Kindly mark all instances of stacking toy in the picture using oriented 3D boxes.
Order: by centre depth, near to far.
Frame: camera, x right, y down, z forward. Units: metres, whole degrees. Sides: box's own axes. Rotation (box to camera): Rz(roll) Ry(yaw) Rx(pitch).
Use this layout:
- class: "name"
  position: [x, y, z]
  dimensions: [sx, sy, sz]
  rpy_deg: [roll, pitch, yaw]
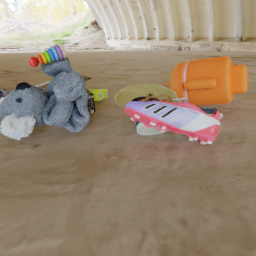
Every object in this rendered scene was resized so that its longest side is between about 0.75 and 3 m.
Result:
- class: "stacking toy"
  position: [-2.117, -1.856, 7.310]
  dimensions: [0.978, 0.417, 0.417]
  rpy_deg: [-28, 27, -16]

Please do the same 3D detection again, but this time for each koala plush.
- class: "koala plush"
  position: [-2.363, -0.588, 7.629]
  dimensions: [2.269, 2.085, 2.012]
  rpy_deg: [-20, 42, -18]

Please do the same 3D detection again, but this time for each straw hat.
- class: "straw hat"
  position: [0.570, -0.637, 8.862]
  dimensions: [1.958, 0.829, 1.958]
  rpy_deg: [-4, 34, 3]

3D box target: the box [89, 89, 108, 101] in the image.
- class: "box"
  position: [-1.805, -1.342, 11.569]
  dimensions: [1.712, 0.408, 1.044]
  rpy_deg: [-1, 14, 17]

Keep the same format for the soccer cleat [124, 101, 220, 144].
- class: "soccer cleat"
  position: [1.128, -0.316, 6.926]
  dimensions: [2.451, 0.937, 0.817]
  rpy_deg: [18, -9, -7]

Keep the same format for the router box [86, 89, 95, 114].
- class: "router box"
  position: [-1.480, -0.982, 9.817]
  dimensions: [0.288, 0.695, 0.928]
  rpy_deg: [-19, 32, -26]

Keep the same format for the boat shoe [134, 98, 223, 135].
- class: "boat shoe"
  position: [1.408, -0.363, 7.934]
  dimensions: [2.550, 0.955, 0.789]
  rpy_deg: [-9, 65, -6]

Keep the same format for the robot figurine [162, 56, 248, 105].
- class: "robot figurine"
  position: [2.891, -1.726, 10.576]
  dimensions: [2.993, 1.745, 2.153]
  rpy_deg: [-1, 49, 25]

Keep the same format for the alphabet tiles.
- class: "alphabet tiles"
  position: [-2.979, -1.690, 11.441]
  dimensions: [2.930, 0.093, 2.438]
  rpy_deg: [-15, 3, 15]

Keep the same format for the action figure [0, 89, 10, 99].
- class: "action figure"
  position: [-4.377, -1.039, 9.199]
  dimensions: [0.340, 0.637, 0.979]
  rpy_deg: [43, 27, -1]
